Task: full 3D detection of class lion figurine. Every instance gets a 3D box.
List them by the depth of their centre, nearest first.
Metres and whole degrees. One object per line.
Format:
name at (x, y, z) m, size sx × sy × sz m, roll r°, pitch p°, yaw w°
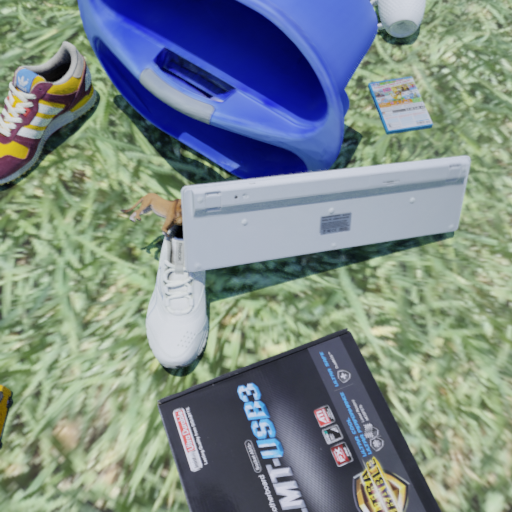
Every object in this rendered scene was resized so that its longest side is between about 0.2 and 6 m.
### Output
lion figurine at (-1.461, -0.732, 8.708) m, size 1.164 × 0.422 × 0.713 m, roll 25°, pitch 75°, yaw 8°

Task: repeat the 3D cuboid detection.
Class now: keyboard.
keyboard at (1.226, -0.681, 8.687) m, size 4.793 × 1.349 × 0.256 m, roll -9°, pitch 35°, yaw -17°

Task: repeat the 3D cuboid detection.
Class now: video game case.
video game case at (2.879, -3.032, 11.244) m, size 0.940 × 0.117 × 1.313 m, roll -10°, pitch 63°, yaw -4°

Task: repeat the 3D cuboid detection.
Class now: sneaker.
sneaker at (-1.231, 0.375, 8.814) m, size 1.028 × 1.202 × 2.760 m, roll 2°, pitch 63°, yaw -2°
sneaker at (-4.292, -2.689, 10.339) m, size 1.144 × 1.376 × 3.054 m, roll 28°, pitch 65°, yaw 14°

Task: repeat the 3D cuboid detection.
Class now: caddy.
caddy at (-0.597, -3.274, 9.348) m, size 5.158 × 3.646 × 2.707 m, roll 33°, pitch 60°, yaw 11°

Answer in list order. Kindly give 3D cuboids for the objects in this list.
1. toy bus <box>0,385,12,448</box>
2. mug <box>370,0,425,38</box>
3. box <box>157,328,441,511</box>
toy bus at (-3.948, 2.488, 8.154) m, size 0.456 × 0.379 × 1.166 m, roll 2°, pitch 62°, yaw 2°
mug at (2.965, -5.343, 12.072) m, size 1.351 × 0.998 × 1.185 m, roll -7°, pitch 72°, yaw 30°
box at (0.532, 2.926, 7.726) m, size 3.043 × 0.762 × 3.066 m, roll -18°, pitch 63°, yaw -10°
